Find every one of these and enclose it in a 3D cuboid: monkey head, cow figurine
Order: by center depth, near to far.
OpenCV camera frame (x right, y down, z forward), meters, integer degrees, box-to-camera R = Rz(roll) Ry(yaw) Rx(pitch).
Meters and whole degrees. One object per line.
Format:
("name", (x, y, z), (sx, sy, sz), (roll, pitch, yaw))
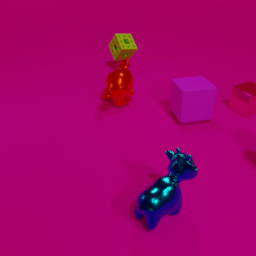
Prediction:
("cow figurine", (0.710, 1.092, 5.208), (1.346, 1.324, 0.739), (-23, 40, -35))
("monkey head", (-0.420, -1.333, 8.783), (1.252, 1.049, 1.741), (5, 52, 28))

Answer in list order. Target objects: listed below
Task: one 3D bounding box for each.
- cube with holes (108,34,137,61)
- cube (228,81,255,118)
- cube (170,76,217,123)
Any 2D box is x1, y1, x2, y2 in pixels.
("cube with holes", (-0.207, -3.112, 10.789), (0.701, 0.701, 0.701), (-12, 72, -33))
("cube", (3.635, -0.877, 8.488), (0.741, 0.741, 0.741), (-16, 39, -22))
("cube", (1.844, -0.843, 8.088), (0.988, 0.988, 0.988), (-7, 30, -8))
